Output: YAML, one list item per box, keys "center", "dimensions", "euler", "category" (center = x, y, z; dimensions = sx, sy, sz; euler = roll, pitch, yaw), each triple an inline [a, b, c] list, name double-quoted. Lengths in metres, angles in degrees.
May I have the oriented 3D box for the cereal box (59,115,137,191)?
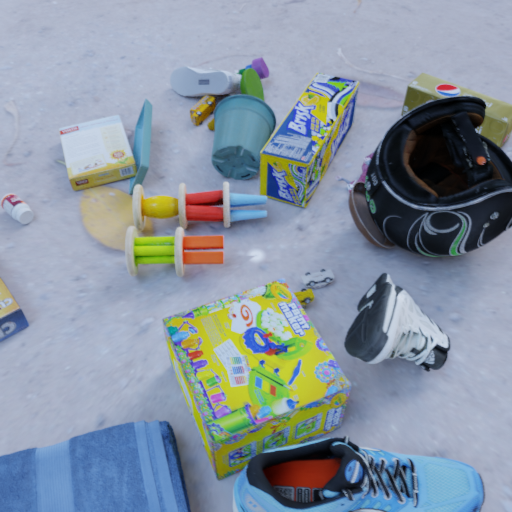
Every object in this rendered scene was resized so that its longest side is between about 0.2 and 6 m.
- center: [-3.770, -2.488, 13.289]
  dimensions: [1.520, 0.418, 2.113]
  euler: [-16, 49, -11]
  category: "cereal box"

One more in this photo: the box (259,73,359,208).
- center: [1.287, -2.783, 13.001]
  dimensions: [1.156, 1.260, 3.595]
  euler: [18, 50, 16]
  category: "box"

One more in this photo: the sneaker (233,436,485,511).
- center: [1.374, 3.128, 7.389]
  dimensions: [3.395, 1.527, 1.331]
  euler: [-2, 47, -1]
  category: "sneaker"

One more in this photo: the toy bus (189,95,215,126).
- center: [-1.405, -3.780, 14.559]
  dimensions: [0.393, 0.326, 1.003]
  euler: [21, 51, 18]
  category: "toy bus"

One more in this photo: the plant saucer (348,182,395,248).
- center: [2.326, -0.787, 11.350]
  dimensions: [1.508, 0.260, 1.508]
  euler: [31, 43, -34]
  category: "plant saucer"

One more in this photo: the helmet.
- center: [3.566, -1.322, 10.642]
  dimensions: [2.931, 2.795, 2.931]
  euler: [-6, 71, 17]
  category: "helmet"

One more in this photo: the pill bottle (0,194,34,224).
- center: [-5.096, -1.001, 11.958]
  dimensions: [0.736, 0.403, 0.403]
  euler: [35, 56, 28]
  category: "pill bottle"

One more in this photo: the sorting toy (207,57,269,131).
- center: [-0.513, -4.125, 14.655]
  dimensions: [1.081, 1.089, 3.140]
  euler: [-7, 45, 26]
  category: "sorting toy"

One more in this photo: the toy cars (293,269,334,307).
- center: [0.977, 0.656, 10.526]
  dimensions: [0.570, 0.282, 1.273]
  euler: [20, 44, 35]
  category: "toy cars"

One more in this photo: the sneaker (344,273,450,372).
- center: [2.397, 1.235, 8.781]
  dimensions: [1.634, 1.072, 2.840]
  euler: [38, 20, 6]
  category: "sneaker"

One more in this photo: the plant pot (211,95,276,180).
- center: [-0.369, -2.640, 12.855]
  dimensions: [1.496, 1.496, 1.465]
  euler: [6, 55, 6]
  category: "plant pot"

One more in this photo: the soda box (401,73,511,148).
- center: [5.066, -3.614, 14.013]
  dimensions: [2.663, 0.902, 0.852]
  euler: [30, 54, 25]
  category: "soda box"

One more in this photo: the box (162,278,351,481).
- center: [-0.053, 1.824, 8.704]
  dimensions: [2.139, 1.355, 2.221]
  euler: [-17, 49, -16]
  category: "box"

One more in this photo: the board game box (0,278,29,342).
- center: [-6.027, 1.213, 9.807]
  dimensions: [3.260, 0.564, 2.208]
  euler: [-30, 54, -25]
  category: "board game box"

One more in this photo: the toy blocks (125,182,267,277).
- center: [-1.099, -0.565, 11.145]
  dimensions: [2.699, 0.980, 2.249]
  euler: [-2, 47, -2]
  category: "toy blocks"

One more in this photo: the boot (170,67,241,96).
- center: [-1.252, -4.656, 15.201]
  dimensions: [2.175, 0.800, 1.039]
  euler: [18, 17, 33]
  category: "boot"

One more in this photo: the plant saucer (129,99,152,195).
- center: [-2.686, -2.594, 13.160]
  dimensions: [0.251, 0.926, 2.648]
  euler: [15, 43, -21]
  category: "plant saucer"

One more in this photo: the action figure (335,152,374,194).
- center: [2.529, -1.698, 12.556]
  dimensions: [1.094, 0.984, 1.470]
  euler: [46, 66, -14]
  category: "action figure"

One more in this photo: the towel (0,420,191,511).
- center: [-2.729, 3.540, 7.469]
  dimensions: [3.633, 0.882, 2.028]
  euler: [-12, 49, -12]
  category: "towel"
